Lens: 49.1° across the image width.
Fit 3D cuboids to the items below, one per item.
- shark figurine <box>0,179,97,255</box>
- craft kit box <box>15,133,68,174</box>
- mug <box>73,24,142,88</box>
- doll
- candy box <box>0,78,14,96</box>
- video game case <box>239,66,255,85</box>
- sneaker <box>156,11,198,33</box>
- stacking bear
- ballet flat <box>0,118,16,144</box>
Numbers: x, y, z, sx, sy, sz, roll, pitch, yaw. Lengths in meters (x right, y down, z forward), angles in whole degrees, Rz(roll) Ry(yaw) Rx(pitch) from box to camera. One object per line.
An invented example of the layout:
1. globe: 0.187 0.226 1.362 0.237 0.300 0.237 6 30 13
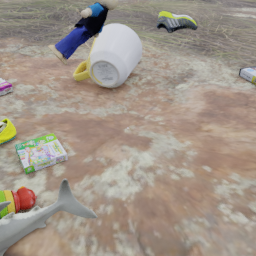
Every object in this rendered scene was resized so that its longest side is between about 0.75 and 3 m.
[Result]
1. shark figurine: -2.173 2.088 5.229 2.900 1.733 1.210 -7 56 -41
2. craft kit box: -2.409 0.672 7.735 1.141 0.280 1.156 -16 37 -27
3. mug: -0.787 -2.616 11.581 2.155 2.690 2.209 30 42 -13
4. doll: -1.300 -3.232 8.894 0.657 1.850 2.711 44 88 5
5. candy box: -5.144 -1.625 11.098 1.067 0.325 0.727 29 45 36
6. video game case: 6.736 -2.059 11.705 2.993 0.382 2.705 -12 35 -17
7. sneaker: 1.817 -3.868 10.549 1.643 0.665 0.607 22 -4 27
8. stacking bear: -2.602 1.606 5.979 1.232 0.748 0.701 -10 74 -31
9. ballet flat: -4.095 0.364 7.769 0.713 0.715 2.133 21 39 27
